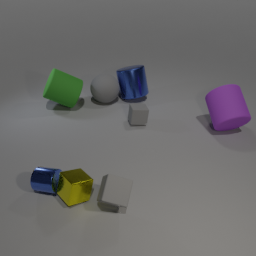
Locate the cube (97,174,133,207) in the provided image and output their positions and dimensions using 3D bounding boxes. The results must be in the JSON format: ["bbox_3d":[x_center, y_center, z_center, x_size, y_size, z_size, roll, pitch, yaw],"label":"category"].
[{"bbox_3d":[-0.354,1.666,7.411,0.700,0.700,0.700,18,71,-12],"label":"cube"}]

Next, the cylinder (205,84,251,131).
[{"bbox_3d":[3.901,-0.775,11.002,1.400,1.400,1.400,-6,68,-11],"label":"cylinder"}]

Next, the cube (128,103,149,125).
[{"bbox_3d":[0.426,-0.584,11.771,0.700,0.700,0.700,1,27,-12],"label":"cube"}]

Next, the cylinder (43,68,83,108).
[{"bbox_3d":[-2.957,-1.797,12.742,1.400,1.400,1.400,21,23,-23],"label":"cylinder"}]

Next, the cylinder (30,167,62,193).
[{"bbox_3d":[-2.342,1.511,8.155,0.700,0.700,0.700,3,30,17],"label":"cylinder"}]

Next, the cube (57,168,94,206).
[{"bbox_3d":[-1.494,1.641,7.877,0.700,0.700,0.700,-5,26,-43],"label":"cube"}]

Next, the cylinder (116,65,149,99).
[{"bbox_3d":[0.226,-2.275,13.813,1.400,1.400,1.400,-10,19,4],"label":"cylinder"}]

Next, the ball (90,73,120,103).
[{"bbox_3d":[-1.104,-1.913,13.433,1.400,1.400,1.400,0,30,0],"label":"ball"}]
